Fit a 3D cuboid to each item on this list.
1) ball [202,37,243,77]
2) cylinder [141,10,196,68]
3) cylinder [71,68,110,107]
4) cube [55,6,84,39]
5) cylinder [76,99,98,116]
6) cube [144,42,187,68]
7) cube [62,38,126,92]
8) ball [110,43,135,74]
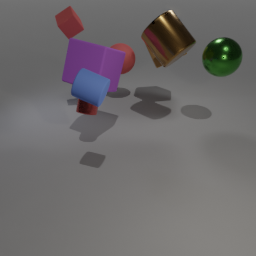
[{"bbox_3d":[3.407,-2.561,10.168,1.400,1.400,1.400,0,29,0],"label":"ball"},{"bbox_3d":[1.414,-3.096,9.818,1.400,1.400,1.400,53,42,1],"label":"cylinder"},{"bbox_3d":[-0.867,-0.944,6.551,0.700,0.700,0.700,24,31,1],"label":"cylinder"},{"bbox_3d":[-2.125,-3.824,10.181,0.700,0.700,0.700,-29,54,10],"label":"cube"},{"bbox_3d":[-1.332,-0.821,9.348,0.700,0.700,0.700,11,7,-1],"label":"cylinder"},{"bbox_3d":[1.600,-3.625,12.139,1.400,1.400,1.400,-23,17,16],"label":"cube"},{"bbox_3d":[-1.121,-2.053,9.316,1.400,1.400,1.400,20,15,21],"label":"cube"},{"bbox_3d":[-0.354,-3.206,12.997,1.400,1.400,1.400,0,29,0],"label":"ball"}]
